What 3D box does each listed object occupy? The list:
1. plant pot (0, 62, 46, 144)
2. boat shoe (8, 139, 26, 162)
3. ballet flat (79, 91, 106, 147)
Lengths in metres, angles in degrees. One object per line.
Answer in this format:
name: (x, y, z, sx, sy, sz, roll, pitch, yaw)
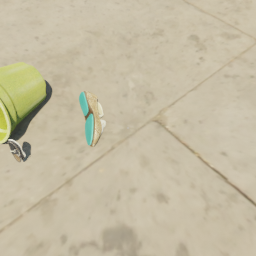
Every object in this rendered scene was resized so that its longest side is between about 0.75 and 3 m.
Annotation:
plant pot: (-3.480, -0.930, 8.064, 2.097, 2.097, 1.928, 24, 40, 16)
boat shoe: (-2.904, 0.596, 7.233, 0.287, 0.778, 0.235, 13, 52, 16)
ballet flat: (-0.987, -0.310, 8.347, 0.641, 0.693, 1.965, 7, 54, -32)
